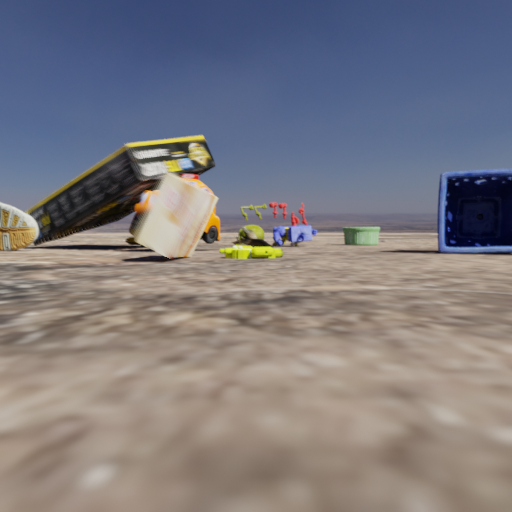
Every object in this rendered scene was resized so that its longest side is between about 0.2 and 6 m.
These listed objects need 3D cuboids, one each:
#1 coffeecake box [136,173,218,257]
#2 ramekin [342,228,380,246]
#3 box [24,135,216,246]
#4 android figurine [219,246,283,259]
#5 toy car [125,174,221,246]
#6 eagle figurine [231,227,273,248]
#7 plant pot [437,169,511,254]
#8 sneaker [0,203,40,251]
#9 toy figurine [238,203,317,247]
[{"bbox_3d":[-1.065,-0.525,7.852,0.480,1.008,1.313,26,3,7],"label":"coffeecake box"},{"bbox_3d":[2.735,-0.509,14.600,0.958,0.468,0.958,0,3,0],"label":"ramekin"},{"bbox_3d":[-2.952,-1.455,12.230,3.446,0.850,2.751,-24,1,31],"label":"box"},{"bbox_3d":[-0.092,-0.052,8.439,0.922,0.189,0.840,1,3,-23],"label":"android figurine"},{"bbox_3d":[-2.142,-1.016,11.677,1.802,1.223,3.674,24,-14,-40],"label":"toy car"},{"bbox_3d":[-0.065,-0.225,9.490,0.680,0.516,0.513,-8,-12,-38],"label":"eagle figurine"},{"bbox_3d":[3.995,-0.713,9.987,1.431,1.430,1.286,1,-3,19],"label":"plant pot"},{"bbox_3d":[-5.256,-0.584,11.372,2.531,0.957,1.110,2,3,23],"label":"sneaker"},{"bbox_3d":[0.742,-0.700,13.401,2.062,1.088,1.235,-3,9,-33],"label":"toy figurine"}]
